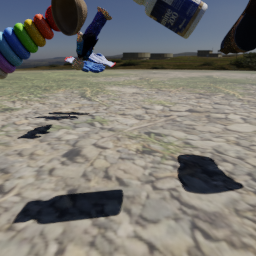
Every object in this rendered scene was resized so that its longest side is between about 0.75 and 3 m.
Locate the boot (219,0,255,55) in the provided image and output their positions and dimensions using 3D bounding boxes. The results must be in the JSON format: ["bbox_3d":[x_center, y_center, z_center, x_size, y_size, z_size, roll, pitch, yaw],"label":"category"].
[{"bbox_3d":[3.153,-2.868,6.817,0.947,2.536,1.229,39,-1,-7],"label":"boot"}]

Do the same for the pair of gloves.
[{"bbox_3d":[-1.487,-2.765,11.609,1.671,0.237,2.078,24,34,14],"label":"pair of gloves"}]

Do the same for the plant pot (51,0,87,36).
[{"bbox_3d":[-1.305,-2.763,6.598,1.071,1.071,0.494,14,32,43],"label":"plant pot"}]

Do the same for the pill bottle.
[{"bbox_3d":[0.794,-2.395,5.473,1.331,0.739,0.739,31,15,-3],"label":"pill bottle"}]

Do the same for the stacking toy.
[{"bbox_3d":[-2.794,-2.547,7.864,2.734,1.167,1.167,-33,18,-1],"label":"stacking toy"}]

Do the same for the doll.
[{"bbox_3d":[-1.346,-3.003,9.596,0.529,2.185,1.490,31,8,9],"label":"doll"}]
